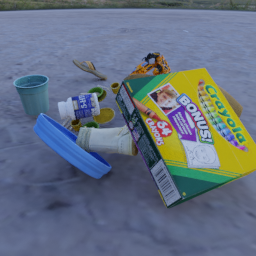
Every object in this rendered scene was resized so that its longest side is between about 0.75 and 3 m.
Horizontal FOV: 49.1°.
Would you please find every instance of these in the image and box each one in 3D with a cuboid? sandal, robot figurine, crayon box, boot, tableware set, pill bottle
[{"bbox_3d":[-1.695,-2.782,12.910,1.753,0.473,0.704,26,17,-6],"label":"sandal"},{"bbox_3d":[0.940,-2.181,11.254,1.928,1.398,0.561,-40,20,-18],"label":"robot figurine"},{"bbox_3d":[1.328,0.036,6.155,2.335,0.789,2.706,-15,66,-26],"label":"crayon box"},{"bbox_3d":[-0.460,0.234,7.212,1.515,0.706,1.959,0,11,4],"label":"boot"},{"bbox_3d":[-1.030,-0.700,9.024,1.552,0.354,2.304,18,54,29],"label":"tableware set"},{"bbox_3d":[-1.482,-0.619,8.464,1.157,0.693,0.693,-12,30,-9],"label":"pill bottle"}]

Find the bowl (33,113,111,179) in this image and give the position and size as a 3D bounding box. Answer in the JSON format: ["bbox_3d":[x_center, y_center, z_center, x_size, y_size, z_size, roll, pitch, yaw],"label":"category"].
[{"bbox_3d":[-1.271,0.434,6.372,0.395,2.011,2.011,-52,44,-4],"label":"bowl"}]

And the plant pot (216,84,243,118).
[{"bbox_3d":[2.803,-0.680,8.956,1.487,1.386,1.386,27,32,4],"label":"plant pot"}]

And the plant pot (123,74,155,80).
[{"bbox_3d":[0.785,-1.334,9.953,2.033,0.279,2.033,12,-15,3],"label":"plant pot"}]

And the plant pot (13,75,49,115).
[{"bbox_3d":[-3.093,-1.063,9.235,1.095,1.072,1.095,0,32,0],"label":"plant pot"}]
